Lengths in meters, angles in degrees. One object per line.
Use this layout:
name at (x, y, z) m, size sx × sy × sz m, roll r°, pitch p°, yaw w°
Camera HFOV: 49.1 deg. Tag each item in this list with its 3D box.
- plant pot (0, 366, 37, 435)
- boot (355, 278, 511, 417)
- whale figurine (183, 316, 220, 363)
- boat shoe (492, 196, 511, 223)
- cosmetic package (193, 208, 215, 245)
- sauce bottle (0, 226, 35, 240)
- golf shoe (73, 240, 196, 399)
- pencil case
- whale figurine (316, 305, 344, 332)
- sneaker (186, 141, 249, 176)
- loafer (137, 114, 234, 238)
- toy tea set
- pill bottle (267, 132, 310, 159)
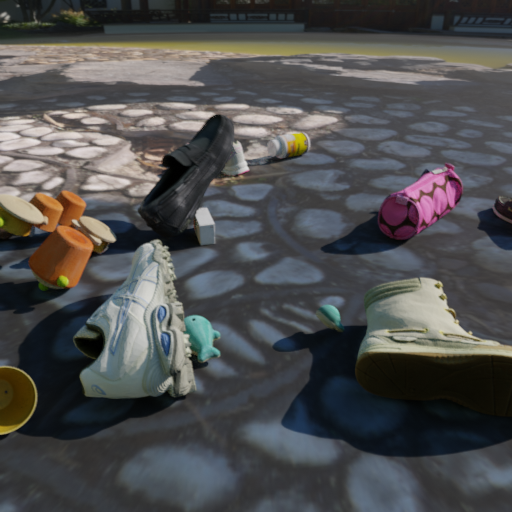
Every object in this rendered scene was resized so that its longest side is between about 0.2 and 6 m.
plant pot at (-3.133, 1.724, 6.810) m, size 0.788 × 0.788 × 0.560 m, roll -18°, pitch 4°, yaw -31°
boot at (2.727, 1.124, 7.648) m, size 2.613 × 0.942 × 2.021 m, roll 4°, pitch 27°, yaw 11°
whale figurine at (-0.831, 1.175, 8.053) m, size 0.683 × 0.446 × 0.859 m, roll -13°, pitch 30°, yaw -23°
boat shoe at (5.725, -0.942, 11.974) m, size 0.680 × 0.574 × 1.907 m, roll -4°, pitch 28°, yaw -7°
cosmetic package at (-1.075, -0.610, 11.481) m, size 0.317 × 0.451 × 0.889 m, roll -7°, pitch 28°, yaw -13°
sauce bottle at (-5.333, -0.603, 11.379) m, size 1.639 × 0.530 × 0.530 m, roll 2°, pitch 28°, yaw 7°
golf shoe at (-1.846, 0.782, 8.067) m, size 1.574 × 1.268 × 3.238 m, roll -11°, pitch 28°, yaw -8°
pencil case at (3.502, -1.180, 11.865) m, size 1.042 × 1.076 × 2.296 m, roll 34°, pitch 42°, yaw 24°
whale figurine at (1.152, 0.938, 8.399) m, size 0.560 × 0.291 × 0.445 m, roll 37°, pitch 5°, yaw -38°
sneaker at (-1.116, -2.884, 15.292) m, size 2.151 × 0.949 × 0.875 m, roll 17°, pitch 32°, yaw 30°
loafer at (-1.400, -1.823, 11.572) m, size 1.035 × 1.070 × 3.047 m, roll 4°, pitch 59°, yaw 46°
toy tea set at (-3.699, -0.294, 10.326) m, size 1.831 × 1.140 × 3.079 m, roll 35°, pitch 10°, yaw -3°
pill bottle at (0.917, -3.166, 16.102) m, size 1.181 × 0.645 × 0.645 m, roll -16°, pitch 32°, yaw -31°
